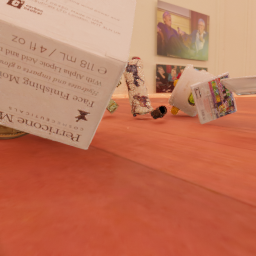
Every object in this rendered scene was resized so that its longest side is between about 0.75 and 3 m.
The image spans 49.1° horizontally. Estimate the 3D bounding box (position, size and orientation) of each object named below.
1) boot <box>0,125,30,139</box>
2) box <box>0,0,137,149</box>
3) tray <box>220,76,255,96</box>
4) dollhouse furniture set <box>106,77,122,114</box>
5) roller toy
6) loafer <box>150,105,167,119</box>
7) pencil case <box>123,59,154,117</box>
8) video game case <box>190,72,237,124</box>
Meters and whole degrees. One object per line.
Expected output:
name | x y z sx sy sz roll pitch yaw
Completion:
boot | -2.307 -0.463 6.478 2.985 1.099 1.126 -3 -35 -19
box | -1.561 -1.675 4.734 2.984 1.960 3.000 17 46 -11
tray | 3.432 -0.924 5.839 2.763 0.306 1.483 -1 2 24
dollhouse furniture set | -0.447 -1.237 11.024 0.791 1.259 1.423 44 -2 39
roller toy | 2.513 -1.542 11.412 1.416 1.848 2.026 28 -27 6
loafer | 1.126 -0.554 9.385 0.384 0.393 1.078 -33 1 30
pencil case | 0.339 -1.548 10.535 0.847 2.178 0.974 -13 -4 4
video game case | 2.693 -0.914 8.767 1.221 1.340 0.154 -20 22 3
